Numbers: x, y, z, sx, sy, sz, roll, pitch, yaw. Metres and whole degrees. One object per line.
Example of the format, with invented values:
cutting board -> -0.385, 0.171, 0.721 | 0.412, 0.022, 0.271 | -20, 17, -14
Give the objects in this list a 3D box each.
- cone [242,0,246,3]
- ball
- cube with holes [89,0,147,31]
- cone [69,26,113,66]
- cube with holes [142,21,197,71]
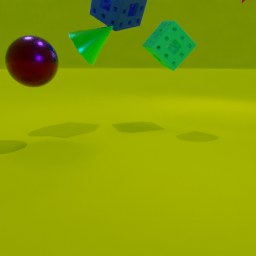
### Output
cone -> 3.602, -4.204, 8.191 | 1.084, 1.088, 1.084 | 14, 34, -9
ball -> -2.310, -1.601, 6.785 | 1.230, 1.230, 1.230 | 0, 13, 0
cube with holes -> -0.271, -3.945, 8.741 | 1.205, 1.205, 1.205 | 40, 45, 22
cone -> -0.910, -2.658, 8.251 | 1.168, 1.164, 1.164 | -33, 8, 12
cube with holes -> 1.293, -2.643, 8.959 | 1.055, 1.055, 1.055 | 39, 8, -23
